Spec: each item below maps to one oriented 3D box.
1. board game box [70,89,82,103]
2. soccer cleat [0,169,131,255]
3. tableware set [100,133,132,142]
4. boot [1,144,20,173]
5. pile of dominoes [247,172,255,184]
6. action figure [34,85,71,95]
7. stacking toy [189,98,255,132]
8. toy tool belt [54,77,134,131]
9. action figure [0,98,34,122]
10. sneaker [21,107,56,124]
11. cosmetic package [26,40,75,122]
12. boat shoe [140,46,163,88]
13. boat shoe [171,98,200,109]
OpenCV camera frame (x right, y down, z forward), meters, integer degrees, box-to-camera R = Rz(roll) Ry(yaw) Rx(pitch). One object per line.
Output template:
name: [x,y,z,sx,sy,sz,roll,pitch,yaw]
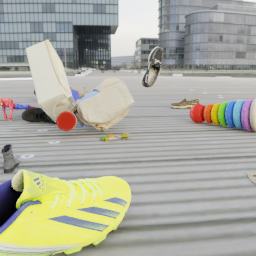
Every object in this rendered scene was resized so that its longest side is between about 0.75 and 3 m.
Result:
board game box: [-2.871,-1.269,12.971,2.006,0.972,1.599,13,-1,43]
soccer cleat: [-0.971,1.038,3.655,0.925,1.197,2.861,12,18,42]
tableware set: [-0.390,0.310,9.126,0.962,0.148,0.648,-12,15,-37]
boot: [-2.789,0.649,6.662,0.309,0.583,0.885,-5,14,-16]
pile of dominoes: [2.985,1.100,5.939,0.781,0.124,0.609,-5,12,15]
action figure: [-4.547,-2.409,17.995,2.755,1.406,1.637,-1,2,4]
stacking toy: [3.672,-0.513,10.770,2.872,1.226,1.226,3,12,41]
toy tool belt: [-1.285,-0.688,10.180,2.820,1.761,1.733,-27,8,-14]
action figure: [-5.009,-0.688,12.421,0.715,1.085,2.193,1,-9,18]
sneaker: [-3.236,-0.510,11.488,2.052,0.616,1.070,-2,9,-27]
cosmetic package: [-2.990,-1.847,10.918,1.038,2.840,1.470,-23,-27,0]
boat shoe: [0.860,-2.006,9.227,0.528,1.429,0.431,26,-1,-27]
boat shoe: [3.097,-1.362,15.207,1.553,0.574,0.574,-1,13,-4]
